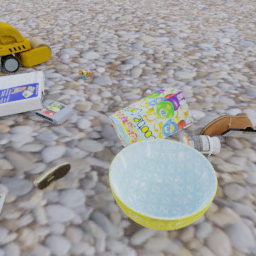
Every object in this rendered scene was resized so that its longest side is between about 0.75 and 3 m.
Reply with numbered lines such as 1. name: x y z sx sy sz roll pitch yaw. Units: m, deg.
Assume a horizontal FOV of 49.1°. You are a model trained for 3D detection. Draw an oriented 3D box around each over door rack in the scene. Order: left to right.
1. over door rack: 0.909 -0.377 9.007 2.296 0.765 1.696 -29 60 -32

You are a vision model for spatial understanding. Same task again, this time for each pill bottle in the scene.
1. pill bottle: 2.096 0.531 8.220 1.073 0.624 0.624 -2 38 -6

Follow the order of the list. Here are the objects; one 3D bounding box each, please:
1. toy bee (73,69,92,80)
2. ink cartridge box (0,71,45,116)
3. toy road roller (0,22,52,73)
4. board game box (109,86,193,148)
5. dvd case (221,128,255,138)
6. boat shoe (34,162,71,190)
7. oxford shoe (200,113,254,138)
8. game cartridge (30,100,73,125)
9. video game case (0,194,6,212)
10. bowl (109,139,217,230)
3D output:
1. toy bee: -1.952 -2.343 12.087 0.521 0.433 0.796 32 48 32
2. ink cartridge box: -4.486 -1.277 10.477 2.597 0.610 2.567 -12 36 -7
3. toy road roller: -4.991 -3.868 12.815 2.637 1.925 1.620 -25 44 -29
4. board game box: 0.657 -0.261 8.227 2.051 1.056 1.075 -29 22 -9
5. dvd case: 3.114 0.141 7.623 0.947 0.676 0.083 4 76 -2
6. boat shoe: -2.062 1.218 7.570 1.060 0.380 0.404 -30 35 -33
7. oxford shoe: 3.123 0.020 8.658 1.933 0.690 0.689 -12 55 -21
8. game cartridge: -2.678 -0.602 9.995 1.365 0.279 0.909 21 38 24
9. video game case: -3.542 2.039 6.689 0.941 0.114 1.034 -3 37 -3
10. bowl: 0.752 1.460 6.489 2.351 1.265 2.351 -1 38 1
